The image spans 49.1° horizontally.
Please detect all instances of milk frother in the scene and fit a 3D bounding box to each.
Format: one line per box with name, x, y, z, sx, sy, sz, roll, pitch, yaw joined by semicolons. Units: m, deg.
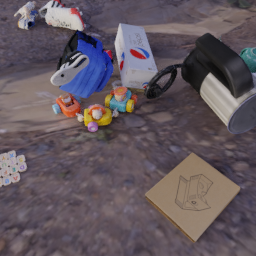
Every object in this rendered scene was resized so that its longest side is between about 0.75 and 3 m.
milk frother;2.350;-1.057;8.596;2.860;2.581;2.690;-45;49;19

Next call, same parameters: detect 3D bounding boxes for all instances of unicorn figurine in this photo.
unicorn figurine;-4.669;-5.333;12.807;1.089;0.585;1.585;-19;50;41

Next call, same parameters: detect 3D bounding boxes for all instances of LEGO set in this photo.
LEGO set;3.621;-3.518;11.677;0.819;0.357;1.261;-15;63;-11

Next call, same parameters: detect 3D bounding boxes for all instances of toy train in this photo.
toy train;-1.011;-0.957;9.035;2.641;0.734;1.984;-25;53;-20

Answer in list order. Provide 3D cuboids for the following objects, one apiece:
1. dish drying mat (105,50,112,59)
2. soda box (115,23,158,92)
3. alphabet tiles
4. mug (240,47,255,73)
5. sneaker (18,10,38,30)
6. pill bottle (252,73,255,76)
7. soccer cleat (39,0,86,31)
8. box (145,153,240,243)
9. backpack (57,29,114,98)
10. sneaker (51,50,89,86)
dish drying mat;-0.810;-2.827;11.146;0.338;0.080;0.879;-4;48;-5
soda box;0.216;-2.623;10.257;1.014;0.948;2.977;4;46;-15
alphabet tiles;-3.350;1.092;7.639;1.104;0.081;1.080;-16;50;-15
mug;4.620;-2.456;10.276;1.414;0.874;1.162;35;57;27
sneaker;-4.433;-4.894;12.817;0.553;0.473;1.255;26;59;7
pill bottle;4.901;-1.462;9.166;2.058;1.231;1.231;-11;49;-8
soccer cleat;-2.948;-4.902;12.471;1.259;1.014;2.956;-34;53;-17
box;1.648;1.641;7.066;1.925;0.205;1.574;-35;57;-28
backpack;-1.363;-2.016;9.162;1.736;1.681;2.069;19;31;-18
sneaker;-1.572;-1.554;7.202;1.118;0.408;0.625;-38;48;-10
